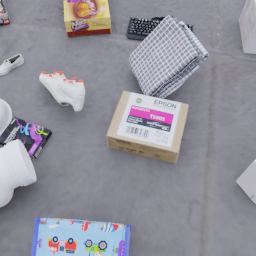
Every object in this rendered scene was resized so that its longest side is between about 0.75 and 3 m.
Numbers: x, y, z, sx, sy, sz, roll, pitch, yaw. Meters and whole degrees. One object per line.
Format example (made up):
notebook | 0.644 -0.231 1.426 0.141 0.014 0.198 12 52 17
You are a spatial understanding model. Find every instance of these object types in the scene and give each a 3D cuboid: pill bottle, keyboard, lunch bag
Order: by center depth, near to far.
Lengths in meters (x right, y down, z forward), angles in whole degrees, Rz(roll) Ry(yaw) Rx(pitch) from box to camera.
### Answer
lunch bag | -0.972 3.152 5.549 1.884 1.177 2.502 4 72 3
pill bottle | -3.678 1.298 6.234 2.948 1.537 1.537 -23 61 -13
keyboard | 1.168 -3.618 10.043 2.298 0.295 1.380 9 59 5

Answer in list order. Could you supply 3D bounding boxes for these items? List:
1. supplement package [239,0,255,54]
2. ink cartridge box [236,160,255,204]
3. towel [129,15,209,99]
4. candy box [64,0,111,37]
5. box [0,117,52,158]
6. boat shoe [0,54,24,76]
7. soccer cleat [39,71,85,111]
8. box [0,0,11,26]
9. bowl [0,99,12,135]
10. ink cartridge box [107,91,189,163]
supplement package | 4.680 -3.566 9.384 1.343 1.333 1.770 5 59 3
ink cartridge box | 3.663 0.877 6.672 1.808 1.324 0.776 -28 63 -16
towel | 1.050 -1.970 8.059 0.881 2.059 1.705 12 46 -46
candy box | -1.546 -4.604 10.357 1.588 0.768 2.722 -6 60 -4
box | -2.843 0.243 7.718 1.208 0.218 0.864 18 60 12
boat shoe | -3.852 -2.061 9.055 1.008 0.331 0.363 -33 64 -18
soccer cleat | -1.962 -1.115 8.078 0.770 0.862 2.223 -12 26 -37
box | -5.573 -4.657 10.536 1.721 0.501 2.514 -20 61 -12
bowl | -4.182 -0.401 7.812 1.647 0.740 1.647 0 59 1
ink cartridge box | 0.555 -0.056 7.604 1.911 0.718 1.574 12 60 9
